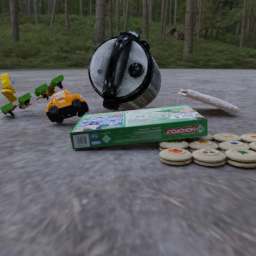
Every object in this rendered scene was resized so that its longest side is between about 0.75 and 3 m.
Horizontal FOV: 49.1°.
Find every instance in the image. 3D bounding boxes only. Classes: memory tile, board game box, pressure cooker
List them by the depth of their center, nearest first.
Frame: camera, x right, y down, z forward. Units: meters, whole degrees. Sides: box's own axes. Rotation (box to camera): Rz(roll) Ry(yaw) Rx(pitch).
[{"bbox_3d":[1.893,0.388,5.856,2.494,0.209,1.912,1,13,7],"label":"memory tile"},{"bbox_3d":[0.229,-0.090,6.800,2.893,0.421,1.947,-6,12,1],"label":"board game box"},{"bbox_3d":[-0.090,-1.858,9.477,2.282,2.247,2.554,-28,-11,12],"label":"pressure cooker"}]

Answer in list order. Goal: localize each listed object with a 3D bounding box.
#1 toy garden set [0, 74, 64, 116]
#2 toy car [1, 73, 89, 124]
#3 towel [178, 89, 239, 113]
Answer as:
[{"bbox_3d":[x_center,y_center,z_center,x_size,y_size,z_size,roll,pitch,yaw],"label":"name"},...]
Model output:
[{"bbox_3d":[-3.279,-0.985,9.832,2.240,0.447,1.867,-34,10,-19],"label":"toy garden set"},{"bbox_3d":[-2.104,-0.966,7.519,1.267,0.859,2.582,-25,-25,11],"label":"toy car"},{"bbox_3d":[2.774,-0.997,9.916,1.820,0.293,1.738,18,9,-4],"label":"towel"}]
